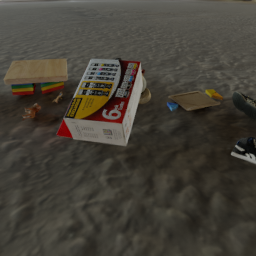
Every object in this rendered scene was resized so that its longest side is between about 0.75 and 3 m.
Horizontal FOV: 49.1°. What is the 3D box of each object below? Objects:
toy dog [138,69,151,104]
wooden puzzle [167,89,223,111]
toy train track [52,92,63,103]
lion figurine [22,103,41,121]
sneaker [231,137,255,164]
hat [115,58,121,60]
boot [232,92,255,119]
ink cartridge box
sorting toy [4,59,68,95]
[{"bbox_3d":[-0.339,-1.981,11.870,2.860,1.886,1.377,14,56,6],"label":"toy dog"},{"bbox_3d":[2.747,-1.115,11.654,2.652,0.310,1.789,-8,27,-14],"label":"wooden puzzle"},{"bbox_3d":[-2.930,-1.308,12.009,0.574,0.163,1.002,-33,22,16],"label":"toy train track"},{"bbox_3d":[-3.689,-0.574,10.739,0.572,0.338,0.934,4,44,-9],"label":"lion figurine"},{"bbox_3d":[3.534,0.626,7.805,0.459,0.703,1.256,20,1,-40],"label":"sneaker"},{"bbox_3d":[-0.546,-3.962,16.443,0.798,0.322,0.798,1,30,0],"label":"hat"},{"bbox_3d":[5.034,-0.946,11.063,1.239,0.592,1.640,-6,36,-15],"label":"boot"},{"bbox_3d":[-1.000,-0.992,9.588,2.525,1.206,2.876,6,53,12],"label":"ink cartridge box"},{"bbox_3d":[-4.161,-2.395,13.175,2.605,0.912,2.621,-5,31,-10],"label":"sorting toy"}]
